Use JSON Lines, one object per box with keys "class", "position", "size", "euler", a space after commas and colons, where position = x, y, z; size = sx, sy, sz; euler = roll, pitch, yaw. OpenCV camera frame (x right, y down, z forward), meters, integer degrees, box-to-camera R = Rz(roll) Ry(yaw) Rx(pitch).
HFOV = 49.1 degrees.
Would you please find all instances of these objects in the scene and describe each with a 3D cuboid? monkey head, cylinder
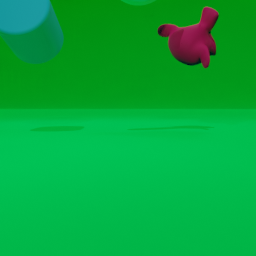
{"class": "monkey head", "position": [1.511, -2.099, 6.447], "size": [1.024, 1.222, 1.699], "euler": [-22, 54, -31]}
{"class": "cylinder", "position": [-2.101, -2.176, 5.938], "size": [1.210, 1.210, 1.210], "euler": [0, -15, 1]}

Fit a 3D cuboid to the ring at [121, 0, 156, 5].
{"class": "ring", "position": [0.273, -3.249, 5.306], "size": [1.724, 1.724, 0.345], "euler": [-3, 32, -32]}
